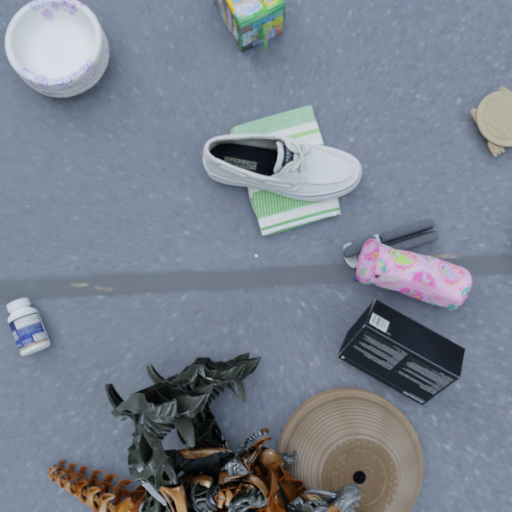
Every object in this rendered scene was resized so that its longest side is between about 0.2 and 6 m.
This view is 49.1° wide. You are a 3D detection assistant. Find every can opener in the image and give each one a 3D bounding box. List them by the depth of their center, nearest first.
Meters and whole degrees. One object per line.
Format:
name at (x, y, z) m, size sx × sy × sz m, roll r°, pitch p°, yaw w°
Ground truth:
can opener at (2.451, -0.238, 10.212) m, size 1.783 × 0.596 × 0.475 m, roll -18°, pitch 85°, yaw 4°

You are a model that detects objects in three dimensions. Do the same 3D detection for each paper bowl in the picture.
paper bowl at (-3.667, -3.840, 10.524) m, size 1.770 × 0.921 × 1.770 m, roll 0°, pitch 83°, yaw 0°

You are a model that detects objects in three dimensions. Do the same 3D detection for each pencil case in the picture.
pencil case at (2.725, 0.350, 9.810) m, size 1.983 × 0.867 × 0.867 m, roll 16°, pitch 83°, yaw -14°

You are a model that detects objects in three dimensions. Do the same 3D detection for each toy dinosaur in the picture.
toy dinosaur at (-1.022, 3.598, 8.776) m, size 5.205 × 2.659 × 3.533 m, roll -5°, pitch 93°, yaw -2°

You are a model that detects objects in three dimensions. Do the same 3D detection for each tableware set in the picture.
tableware set at (5.693, -2.677, 10.681) m, size 2.919 × 0.339 × 2.438 m, roll -44°, pitch 86°, yaw -6°

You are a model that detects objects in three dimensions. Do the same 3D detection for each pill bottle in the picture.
pill bottle at (-4.120, 1.264, 10.055) m, size 0.528 × 0.528 × 0.951 m, roll -24°, pitch 83°, yaw -3°

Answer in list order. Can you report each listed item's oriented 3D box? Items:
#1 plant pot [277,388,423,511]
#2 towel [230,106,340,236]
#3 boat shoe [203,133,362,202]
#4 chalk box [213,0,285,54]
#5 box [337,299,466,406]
plant pot at (1.630, 3.574, 9.429) m, size 2.573 × 1.187 × 2.573 m, roll 0°, pitch 82°, yaw 0°
towel at (0.560, -1.607, 10.586) m, size 1.675 × 0.257 × 2.197 m, roll -16°, pitch 82°, yaw -2°
boat shoe at (0.481, -1.679, 9.980) m, size 2.894 × 0.951 × 1.041 m, roll 11°, pitch 81°, yaw 1°
chalk box at (-0.064, -4.641, 10.595) m, size 0.991 × 0.996 × 1.600 m, roll -27°, pitch 84°, yaw -4°
box at (2.454, 1.670, 9.593) m, size 1.736 × 1.225 × 0.684 m, roll 30°, pitch 49°, yaw 3°
